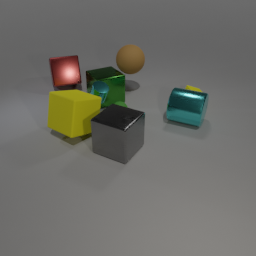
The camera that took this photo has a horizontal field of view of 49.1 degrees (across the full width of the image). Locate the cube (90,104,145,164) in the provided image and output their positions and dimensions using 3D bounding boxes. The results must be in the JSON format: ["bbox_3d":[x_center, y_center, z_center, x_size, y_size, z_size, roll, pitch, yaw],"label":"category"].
[{"bbox_3d":[-0.333,0.159,9.911,1.400,1.400,1.400,17,36,25],"label":"cube"}]

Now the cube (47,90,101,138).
[{"bbox_3d":[-2.039,-0.595,10.636,1.400,1.400,1.400,20,21,33],"label":"cube"}]

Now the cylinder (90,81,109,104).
[{"bbox_3d":[-1.207,-1.475,11.648,0.700,0.700,0.700,13,48,-14],"label":"cylinder"}]

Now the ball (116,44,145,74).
[{"bbox_3d":[0.116,-3.304,13.521,1.400,1.400,1.400,0,32,0],"label":"ball"}]

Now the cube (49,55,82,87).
[{"bbox_3d":[-3.262,-2.948,14.473,1.400,1.400,1.400,-10,13,-15],"label":"cube"}]

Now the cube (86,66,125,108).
[{"bbox_3d":[-1.062,-1.961,13.291,1.400,1.400,1.400,-17,36,-26],"label":"cube"}]

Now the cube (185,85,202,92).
[{"bbox_3d":[2.992,-1.467,12.973,0.700,0.700,0.700,13,28,-18],"label":"cube"}]

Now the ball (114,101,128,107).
[{"bbox_3d":[-0.345,-0.793,12.025,0.700,0.700,0.700,0,32,0],"label":"ball"}]

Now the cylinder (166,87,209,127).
[{"bbox_3d":[2.460,-0.866,11.546,1.400,1.400,1.400,14,35,21],"label":"cylinder"}]
